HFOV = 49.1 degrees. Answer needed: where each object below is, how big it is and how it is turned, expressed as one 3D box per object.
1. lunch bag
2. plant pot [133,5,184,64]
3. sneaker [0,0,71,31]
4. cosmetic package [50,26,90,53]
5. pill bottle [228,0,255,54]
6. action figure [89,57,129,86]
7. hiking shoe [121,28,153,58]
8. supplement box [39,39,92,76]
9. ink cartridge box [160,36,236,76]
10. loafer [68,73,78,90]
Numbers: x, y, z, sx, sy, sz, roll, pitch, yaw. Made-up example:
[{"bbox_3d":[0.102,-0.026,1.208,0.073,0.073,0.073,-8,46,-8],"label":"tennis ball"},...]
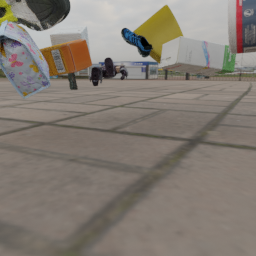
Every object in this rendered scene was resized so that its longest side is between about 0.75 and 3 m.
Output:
[{"bbox_3d":[-2.359,-1.530,6.080,0.883,1.389,1.178,-25,37,-2],"label":"lunch bag"},{"bbox_3d":[1.531,-3.593,11.664,1.762,1.554,1.762,-36,-23,12],"label":"plant pot"},{"bbox_3d":[-2.191,-2.908,6.443,2.720,1.013,1.151,15,43,35],"label":"sneaker"},{"bbox_3d":[-1.844,-2.710,9.154,0.992,0.986,1.186,-2,31,3],"label":"cosmetic package"},{"bbox_3d":[3.698,-2.616,6.543,2.510,1.501,1.501,0,11,23],"label":"pill bottle"},{"bbox_3d":[-0.777,-1.993,10.188,1.484,0.791,2.281,-15,8,7],"label":"action figure"},{"bbox_3d":[0.365,-3.310,10.435,0.527,1.416,0.614,-48,0,-30],"label":"hiking shoe"},{"bbox_3d":[-2.146,-1.839,7.702,2.294,0.789,0.763,1,26,32],"label":"supplement box"},{"bbox_3d":[2.279,-2.328,9.319,2.038,0.892,1.481,3,5,-15],"label":"ink cartridge box"},{"bbox_3d":[-1.979,-1.731,10.057,0.259,0.823,0.296,4,-21,-37],"label":"loafer"}]
